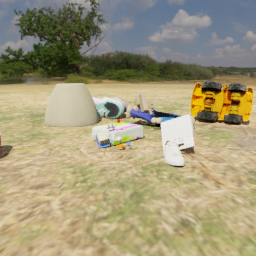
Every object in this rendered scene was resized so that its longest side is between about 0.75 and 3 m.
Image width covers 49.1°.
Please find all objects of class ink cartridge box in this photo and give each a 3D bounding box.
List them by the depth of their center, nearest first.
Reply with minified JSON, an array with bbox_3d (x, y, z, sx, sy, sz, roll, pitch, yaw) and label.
[{"bbox_3d":[1.461,0.213,8.190,0.919,0.271,1.148,-17,49,20],"label":"ink cartridge box"}]

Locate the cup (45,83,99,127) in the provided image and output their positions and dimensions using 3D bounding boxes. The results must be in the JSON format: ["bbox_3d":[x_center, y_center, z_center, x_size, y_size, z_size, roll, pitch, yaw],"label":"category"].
[{"bbox_3d":[-2.546,-1.115,12.640,2.436,1.742,2.436,0,12,0],"label":"cup"}]

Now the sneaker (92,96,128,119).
[{"bbox_3d":[-1.311,-1.139,14.697,2.941,1.143,2.057,15,15,21],"label":"sneaker"}]

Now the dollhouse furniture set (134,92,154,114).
[{"bbox_3d":[1.037,-1.144,14.097,1.052,1.228,1.291,-3,-24,-16],"label":"dollhouse furniture set"}]

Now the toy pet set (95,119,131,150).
[{"bbox_3d":[-0.494,0.348,8.576,0.890,0.953,0.506,-16,-29,-13],"label":"toy pet set"}]

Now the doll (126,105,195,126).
[{"bbox_3d":[1.361,-0.396,11.692,2.847,0.690,1.943,13,7,24],"label":"doll"}]

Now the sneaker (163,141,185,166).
[{"bbox_3d":[1.145,0.617,7.227,0.429,0.499,1.180,0,13,-10],"label":"sneaker"}]

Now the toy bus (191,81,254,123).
[{"bbox_3d":[4.496,-1.066,13.257,2.593,1.760,2.490,8,-2,25],"label":"toy bus"}]

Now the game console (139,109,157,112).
[{"bbox_3d":[1.086,-0.951,15.916,1.038,0.720,1.216,-32,13,0],"label":"game console"}]

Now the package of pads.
[{"bbox_3d":[-0.358,0.151,9.493,1.127,0.498,1.459,10,15,42],"label":"package of pads"}]
